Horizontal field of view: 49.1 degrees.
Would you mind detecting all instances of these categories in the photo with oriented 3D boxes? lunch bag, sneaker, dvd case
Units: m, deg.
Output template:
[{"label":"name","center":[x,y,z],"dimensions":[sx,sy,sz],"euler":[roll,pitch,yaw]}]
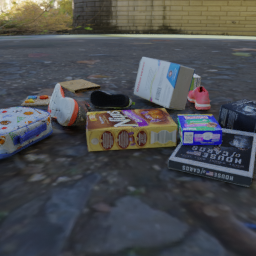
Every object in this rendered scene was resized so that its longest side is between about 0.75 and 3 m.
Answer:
[{"label":"lunch bag","center":[-3.264,0.076,7.730],"dimensions":[1.795,0.846,2.240],"euler":[12,24,21]},{"label":"sneaker","center":[-1.952,-0.671,9.650],"dimensions":[1.183,1.114,2.890],"euler":[15,16,-31]},{"label":"sneaker","center":[-0.614,-1.012,10.857],"dimensions":[1.824,0.654,0.755],"euler":[13,1,27]},{"label":"dvd case","center":[2.290,0.559,7.234],"dimensions":[1.859,0.306,2.473],"euler":[10,24,23]},{"label":"sneaker","center":[2.857,-1.322,11.075],"dimensions":[0.680,0.800,1.844],"euler":[-1,22,-4]}]

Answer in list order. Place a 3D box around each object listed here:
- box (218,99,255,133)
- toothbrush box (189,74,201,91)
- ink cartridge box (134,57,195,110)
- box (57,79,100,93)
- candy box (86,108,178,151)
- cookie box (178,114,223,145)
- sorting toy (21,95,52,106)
[{"label":"box","center":[3.707,-0.297,8.642],"dimensions":[1.249,0.746,1.270],"euler":[-15,32,-32]},{"label":"toothbrush box","center":[2.518,-2.217,13.371],"dimensions":[1.550,0.667,1.129],"euler":[-5,23,-9]},{"label":"ink cartridge box","center":[1.334,-1.782,10.935],"dimensions":[0.934,1.595,2.207],"euler":[2,18,-39]},{"label":"box","center":[-2.405,-2.064,13.646],"dimensions":[1.424,0.185,1.742],"euler":[-17,28,-36]},{"label":"candy box","center":[0.044,0.009,8.062],"dimensions":[2.446,0.691,1.427],"euler":[-5,24,-7]},{"label":"cookie box","center":[1.889,0.020,7.552],"dimensions":[1.016,0.446,1.188],"euler":[0,22,3]},{"label":"sorting toy","center":[-3.461,-1.166,11.448],"dimensions":[1.500,0.221,1.108],"euler":[-1,23,-2]}]
